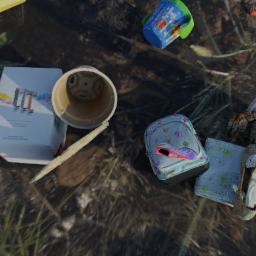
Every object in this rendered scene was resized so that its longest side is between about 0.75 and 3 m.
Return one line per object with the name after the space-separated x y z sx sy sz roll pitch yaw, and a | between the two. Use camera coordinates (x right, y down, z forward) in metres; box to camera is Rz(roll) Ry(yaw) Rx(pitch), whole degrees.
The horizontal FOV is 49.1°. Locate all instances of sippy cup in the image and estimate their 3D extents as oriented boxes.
1.499 -4.164 11.423 1.684 2.144 1.571 45 83 -11 | sippy cup

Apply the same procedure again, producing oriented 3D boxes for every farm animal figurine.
4.302 -0.108 9.742 1.423 1.149 0.715 29 58 15 | farm animal figurine

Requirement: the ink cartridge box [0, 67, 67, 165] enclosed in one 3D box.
-3.151 -0.386 9.365 1.964 1.973 2.715 3 65 2 | ink cartridge box

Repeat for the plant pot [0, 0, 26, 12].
-5.731 -6.040 11.924 2.267 2.410 2.410 -27 67 -28 | plant pot

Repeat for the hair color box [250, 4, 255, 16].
5.958 -5.246 12.566 0.859 0.263 0.436 12 65 5 | hair color box

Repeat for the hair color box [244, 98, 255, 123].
4.985 -0.878 9.252 1.278 2.583 0.783 35 66 15 | hair color box

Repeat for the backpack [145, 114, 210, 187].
1.464 0.592 9.110 1.826 1.592 2.077 -24 53 8 | backpack

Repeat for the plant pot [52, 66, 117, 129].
-1.359 -1.189 8.913 1.889 1.889 1.729 -8 27 -4 | plant pot

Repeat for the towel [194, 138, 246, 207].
3.307 1.493 9.313 1.830 0.515 2.138 18 66 7 | towel

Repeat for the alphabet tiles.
-1.691 0.703 8.427 0.085 2.225 2.674 51 40 1 | alphabet tiles

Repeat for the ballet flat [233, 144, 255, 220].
3.879 1.557 8.576 0.884 0.818 2.507 16 67 5 | ballet flat

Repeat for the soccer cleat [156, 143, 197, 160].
1.359 0.723 7.911 1.147 0.391 0.420 14 26 20 | soccer cleat
